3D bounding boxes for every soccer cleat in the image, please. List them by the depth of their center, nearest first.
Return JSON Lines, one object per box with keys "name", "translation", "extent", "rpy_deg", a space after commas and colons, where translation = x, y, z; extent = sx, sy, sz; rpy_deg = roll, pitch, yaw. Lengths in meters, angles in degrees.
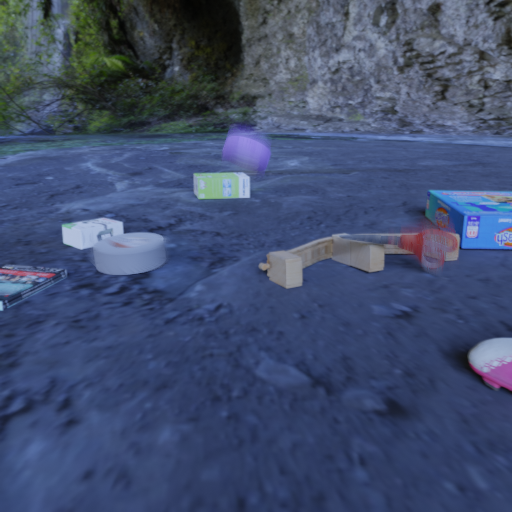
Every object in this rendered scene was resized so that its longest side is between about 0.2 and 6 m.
{"name": "soccer cleat", "translation": [3.215, 0.953, 5.146], "extent": [2.384, 1.029, 0.833], "rpy_deg": [12, 20, 38]}

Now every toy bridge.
{"name": "toy bridge", "translation": [1.716, -0.062, 9.745], "extent": [3.695, 0.503, 1.242], "rpy_deg": [-8, 15, -25]}

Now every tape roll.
{"name": "tape roll", "translation": [-2.183, -0.056, 9.699], "extent": [1.195, 0.395, 1.195], "rpy_deg": [-3, 18, 1]}
{"name": "tape roll", "translation": [-0.210, -2.192, 12.031], "extent": [1.005, 0.330, 1.005], "rpy_deg": [17, -10, 3]}

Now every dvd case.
{"name": "dvd case", "translation": [-3.829, 0.446, 8.550], "extent": [1.144, 0.172, 1.566], "rpy_deg": [4, 15, 14]}

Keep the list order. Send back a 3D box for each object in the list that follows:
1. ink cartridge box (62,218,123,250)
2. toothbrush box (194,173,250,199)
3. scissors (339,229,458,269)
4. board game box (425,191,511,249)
{"name": "ink cartridge box", "translation": [-3.291, -0.464, 11.328], "extent": [0.716, 0.414, 0.984], "rpy_deg": [14, 21, 40]}
{"name": "toothbrush box", "translation": [-1.045, -2.102, 16.704], "extent": [1.541, 0.663, 1.122], "rpy_deg": [-4, 16, -12]}
{"name": "scissors", "translation": [2.265, -0.290, 8.871], "extent": [1.812, 0.663, 0.126], "rpy_deg": [18, 32, -3]}
{"name": "board game box", "translation": [5.225, -0.836, 12.073], "extent": [2.420, 0.716, 3.182], "rpy_deg": [1, 16, 4]}
